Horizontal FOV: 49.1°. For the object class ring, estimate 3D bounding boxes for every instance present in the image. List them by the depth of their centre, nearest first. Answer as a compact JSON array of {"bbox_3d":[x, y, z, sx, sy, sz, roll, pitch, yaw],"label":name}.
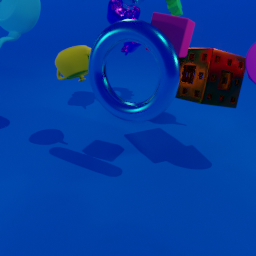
[{"bbox_3d":[0.065,-1.111,5.692,2.061,2.061,0.412,15,25,25],"label":"ring"}]

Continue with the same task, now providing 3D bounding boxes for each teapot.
[{"bbox_3d":[-2.853,-2.939,6.846,1.298,2.087,1.022,9,7,24],"label":"teapot"},{"bbox_3d":[-1.198,-1.545,6.854,1.608,0.787,1.000,-15,4,35],"label":"teapot"}]

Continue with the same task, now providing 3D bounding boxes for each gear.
[{"bbox_3d":[1.366,-4.446,9.020,0.313,1.690,1.690,-14,23,21],"label":"gear"}]

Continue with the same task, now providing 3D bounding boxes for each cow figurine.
[{"bbox_3d":[-0.127,-3.429,9.629,1.598,1.573,0.877,36,46,15],"label":"cow figurine"}]

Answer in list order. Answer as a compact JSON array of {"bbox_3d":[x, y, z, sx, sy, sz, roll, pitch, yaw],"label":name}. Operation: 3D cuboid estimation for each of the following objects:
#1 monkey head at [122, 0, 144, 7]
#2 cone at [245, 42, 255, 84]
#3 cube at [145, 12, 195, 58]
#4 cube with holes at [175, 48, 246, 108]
[{"bbox_3d":[0.167,-4.217,8.280,0.938,1.120,1.557,27,38,-11],"label":"monkey head"},{"bbox_3d":[2.869,-1.232,6.096,1.096,1.096,1.100,0,-4,-1],"label":"cone"},{"bbox_3d":[0.869,-1.880,5.723,0.724,0.724,0.724,18,20,18],"label":"cube"},{"bbox_3d":[1.867,-1.199,6.694,1.178,1.178,1.178,3,12,-32],"label":"cube with holes"}]
